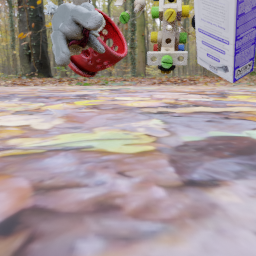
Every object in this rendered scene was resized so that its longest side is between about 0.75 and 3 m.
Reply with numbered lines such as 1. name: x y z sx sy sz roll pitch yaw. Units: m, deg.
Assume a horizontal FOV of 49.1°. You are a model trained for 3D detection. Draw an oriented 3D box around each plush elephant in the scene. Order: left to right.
1. plush elephant: -1.154 -2.318 6.905 1.391 1.480 1.796 14 33 -55

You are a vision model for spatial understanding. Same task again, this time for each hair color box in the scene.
1. hair color box: 2.339 -2.482 6.754 0.807 2.490 1.361 -30 46 -13

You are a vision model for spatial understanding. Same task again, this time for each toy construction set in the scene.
1. toy construction set: 0.837 -2.784 7.795 2.702 2.254 2.076 24 43 -6

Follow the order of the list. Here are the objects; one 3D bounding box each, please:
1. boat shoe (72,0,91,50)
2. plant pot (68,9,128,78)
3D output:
1. boat shoe: -1.507 -3.731 9.690 0.756 2.080 0.652 6 48 1
2. plant pot: -1.504 -3.480 11.915 2.115 2.322 2.322 -28 -6 32
